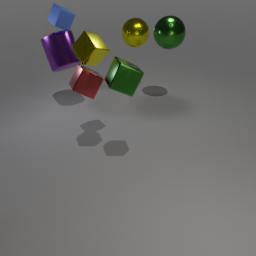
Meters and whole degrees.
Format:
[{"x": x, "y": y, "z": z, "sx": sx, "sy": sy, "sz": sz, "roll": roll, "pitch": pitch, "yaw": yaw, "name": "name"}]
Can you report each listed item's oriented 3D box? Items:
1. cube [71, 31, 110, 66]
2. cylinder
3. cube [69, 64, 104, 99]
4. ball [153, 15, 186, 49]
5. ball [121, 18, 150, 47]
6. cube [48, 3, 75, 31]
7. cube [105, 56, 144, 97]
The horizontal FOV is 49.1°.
[{"x": -1.131, "y": -2.394, "z": 8.483, "sx": 0.700, "sy": 0.700, "sz": 0.700, "roll": 56, "pitch": 31, "yaw": 12, "name": "cube"}, {"x": -2.851, "y": -3.303, "z": 12.099, "sx": 1.400, "sy": 1.400, "sz": 1.400, "roll": -19, "pitch": 9, "yaw": 3, "name": "cylinder"}, {"x": -1.244, "y": -1.383, "z": 8.299, "sx": 0.700, "sy": 0.700, "sz": 0.700, "roll": 21, "pitch": 16, "yaw": -29, "name": "cube"}, {"x": 1.809, "y": -4.159, "z": 12.220, "sx": 1.400, "sy": 1.400, "sz": 1.400, "roll": 0, "pitch": 30, "yaw": 0, "name": "ball"}, {"x": 0.368, "y": -4.734, "z": 13.929, "sx": 1.400, "sy": 1.400, "sz": 1.400, "roll": 0, "pitch": 30, "yaw": 0, "name": "ball"}, {"x": -2.682, "y": -4.454, "z": 11.267, "sx": 0.700, "sy": 0.700, "sz": 0.700, "roll": 1, "pitch": 36, "yaw": -48, "name": "cube"}, {"x": -0.114, "y": -1.351, "z": 7.335, "sx": 0.700, "sy": 0.700, "sz": 0.700, "roll": 18, "pitch": 22, "yaw": -24, "name": "cube"}]
